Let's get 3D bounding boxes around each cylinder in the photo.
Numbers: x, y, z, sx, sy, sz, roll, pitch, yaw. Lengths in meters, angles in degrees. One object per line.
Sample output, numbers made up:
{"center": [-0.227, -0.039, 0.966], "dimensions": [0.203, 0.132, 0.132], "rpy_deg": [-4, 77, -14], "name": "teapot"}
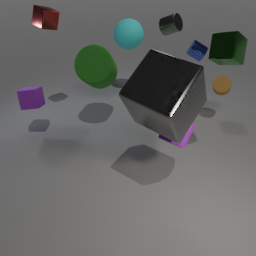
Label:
{"center": [3.781, -1.711, 11.286], "dimensions": [0.700, 0.700, 0.700], "rpy_deg": [11, 1, 18], "name": "cylinder"}
{"center": [1.684, -4.064, 11.001], "dimensions": [0.700, 0.700, 0.700], "rpy_deg": [-4, 22, 41], "name": "cylinder"}
{"center": [-1.163, -2.255, 10.524], "dimensions": [1.400, 1.400, 1.400], "rpy_deg": [3, 1, 5], "name": "cylinder"}
{"center": [3.064, -3.431, 12.430], "dimensions": [0.700, 0.700, 0.700], "rpy_deg": [30, 32, -5], "name": "cylinder"}

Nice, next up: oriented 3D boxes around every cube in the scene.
{"center": [-3.535, -1.104, 10.270], "dimensions": [0.700, 0.700, 0.700], "rpy_deg": [-5, 18, 5], "name": "cube"}
{"center": [0.880, -0.735, 6.638], "dimensions": [1.400, 1.400, 1.400], "rpy_deg": [28, 76, 28], "name": "cube"}
{"center": [1.320, 0.067, 7.504], "dimensions": [0.700, 0.700, 0.700], "rpy_deg": [24, 8, 17], "name": "cube"}
{"center": [-3.085, -4.125, 10.488], "dimensions": [0.700, 0.700, 0.700], "rpy_deg": [32, 30, 31], "name": "cube"}
{"center": [2.637, -2.079, 7.385], "dimensions": [0.700, 0.700, 0.700], "rpy_deg": [11, 4, 41], "name": "cube"}

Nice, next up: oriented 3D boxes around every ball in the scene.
{"center": [0.037, -4.420, 13.231], "dimensions": [1.400, 1.400, 1.400], "rpy_deg": [0, 30, 0], "name": "ball"}
